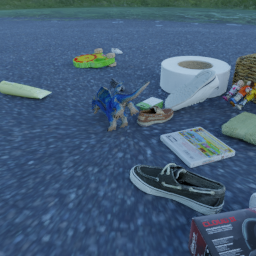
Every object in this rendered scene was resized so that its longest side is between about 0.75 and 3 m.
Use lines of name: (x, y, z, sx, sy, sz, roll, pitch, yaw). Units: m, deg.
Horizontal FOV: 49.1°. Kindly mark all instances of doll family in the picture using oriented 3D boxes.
doll family: (3.902, -1.126, 9.324, 0.743, 1.024, 1.649, 44, 11, -4)

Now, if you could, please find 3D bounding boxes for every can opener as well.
can opener: (-0.441, -1.797, 11.837, 0.367, 0.293, 1.099, 23, 16, -30)

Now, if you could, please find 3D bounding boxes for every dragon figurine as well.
dragon figurine: (-0.397, -0.846, 8.233, 0.827, 2.810, 1.397, -19, 71, -26)

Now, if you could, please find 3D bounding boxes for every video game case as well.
video game case: (1.851, 0.471, 7.645, 1.391, 0.175, 1.528, -11, 29, -20)

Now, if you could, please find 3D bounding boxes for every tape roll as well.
tape roll: (2.768, -2.194, 11.718, 2.807, 0.982, 2.807, 0, 28, 0)

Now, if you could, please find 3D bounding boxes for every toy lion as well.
toy lion: (-1.870, -3.561, 14.773, 1.871, 0.670, 1.952, -27, 38, -28)

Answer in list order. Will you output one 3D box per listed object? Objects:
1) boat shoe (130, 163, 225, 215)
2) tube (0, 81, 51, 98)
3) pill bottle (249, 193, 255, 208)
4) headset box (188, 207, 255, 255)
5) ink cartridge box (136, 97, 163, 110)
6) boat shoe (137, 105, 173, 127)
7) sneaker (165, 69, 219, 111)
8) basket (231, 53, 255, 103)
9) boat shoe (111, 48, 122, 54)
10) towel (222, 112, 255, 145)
boat shoe: (1.001, 1.092, 5.950, 2.103, 0.670, 0.744, 15, 32, 26)
tube: (-4.048, -1.429, 10.914, 1.963, 0.509, 0.569, 11, 69, 13)
pill bottle: (2.876, 1.528, 5.252, 0.997, 0.577, 0.577, 2, 28, 3)
headset box: (1.903, 2.038, 4.085, 1.509, 0.783, 2.028, -5, 30, -10)
ink cartridge box: (0.751, -0.769, 9.815, 0.495, 0.283, 0.954, 23, 36, 36)
boat shoe: (0.913, -0.453, 9.003, 1.383, 0.496, 0.524, -19, 33, -31)
sneaker: (2.259, -1.131, 9.735, 2.093, 0.842, 0.799, -33, 43, 3)
basket: (5.418, -1.894, 10.331, 1.853, 1.775, 2.487, -11, 31, -18)
boat shoe: (-0.696, -4.753, 17.226, 0.829, 0.271, 0.305, 18, 33, 30)
towel: (3.688, -0.003, 8.332, 1.304, 0.321, 1.757, 24, 33, 35)
